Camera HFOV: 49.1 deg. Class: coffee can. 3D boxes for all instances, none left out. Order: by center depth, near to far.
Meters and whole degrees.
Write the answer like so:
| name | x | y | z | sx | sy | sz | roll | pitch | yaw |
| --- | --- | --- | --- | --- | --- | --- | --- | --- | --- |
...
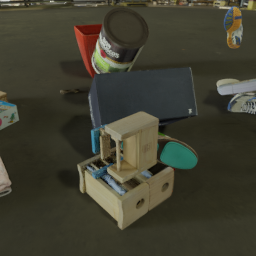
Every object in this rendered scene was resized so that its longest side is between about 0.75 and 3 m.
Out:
| name | x | y | z | sx | sy | sz | roll | pitch | yaw |
| --- | --- | --- | --- | --- | --- | --- | --- | --- | --- |
| coffee can | -0.355 | -3.085 | 10.635 | 1.679 | 2.294 | 1.679 | 6 | 69 | -15 |

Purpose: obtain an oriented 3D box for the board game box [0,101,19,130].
| name | x | y | z | sx | sy | sz | roll | pitch | yaw |
| --- | --- | --- | --- | --- | --- | --- | --- | --- | --- |
| board game box | -5.501 | -0.301 | 10.342 | 1.645 | 0.717 | 2.229 | 16 | 33 | 24 |

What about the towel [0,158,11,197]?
| name | x | y | z | sx | sy | sz | roll | pitch | yaw |
| --- | --- | --- | --- | --- | --- | --- | --- | --- | --- |
| towel | -4.966 | 1.371 | 7.624 | 2.947 | 0.475 | 2.815 | -19 | 35 | -29 |

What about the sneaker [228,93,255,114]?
| name | x | y | z | sx | sy | sz | roll | pitch | yaw |
| --- | --- | --- | --- | --- | --- | --- | --- | --- | --- |
| sneaker | 5.078 | -0.970 | 11.482 | 2.058 | 0.793 | 0.877 | -11 | 35 | -18 |

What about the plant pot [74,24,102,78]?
| name | x | y | z | sx | sy | sz | roll | pitch | yaw |
| --- | --- | --- | --- | --- | --- | --- | --- | --- | --- |
| plant pot | -1.304 | -4.259 | 15.553 | 2.788 | 2.457 | 2.785 | -9 | 31 | -17 |

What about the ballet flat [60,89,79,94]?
| name | x | y | z | sx | sy | sz | roll | pitch | yaw |
| --- | --- | --- | --- | --- | --- | --- | --- | --- | --- |
| ballet flat | -2.781 | -1.735 | 13.412 | 0.915 | 0.212 | 0.308 | -7 | -4 | -23 |

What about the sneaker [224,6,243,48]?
| name | x | y | z | sx | sy | sz | roll | pitch | yaw |
| --- | --- | --- | --- | --- | --- | --- | --- | --- | --- |
| sneaker | 3.241 | -3.125 | 8.550 | 0.494 | 1.313 | 0.579 | 11 | 52 | 27 |

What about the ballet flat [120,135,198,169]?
| name | x | y | z | sx | sy | sz | roll | pitch | yaw |
| --- | --- | --- | --- | --- | --- | --- | --- | --- | --- |
| ballet flat | 0.758 | 0.415 | 7.014 | 2.178 | 0.741 | 0.732 | 20 | 22 | -19 |

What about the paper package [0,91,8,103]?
| name | x | y | z | sx | sy | sz | roll | pitch | yaw |
| --- | --- | --- | --- | --- | --- | --- | --- | --- | --- |
| paper package | -5.934 | -1.218 | 12.090 | 1.102 | 0.570 | 1.050 | 17 | 34 | 29 |

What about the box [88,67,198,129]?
| name | x | y | z | sx | sy | sz | roll | pitch | yaw |
| --- | --- | --- | --- | --- | --- | --- | --- | --- | --- |
| box | 0.311 | -0.810 | 9.190 | 2.930 | 1.526 | 2.668 | -7 | -3 | -13 |

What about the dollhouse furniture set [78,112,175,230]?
| name | x | y | z | sx | sy | sz | roll | pitch | yaw |
| --- | --- | --- | --- | --- | --- | --- | --- | --- | --- |
| dollhouse furniture set | -0.038 | 0.629 | 6.821 | 1.772 | 2.529 | 1.782 | -23 | 37 | -35 |

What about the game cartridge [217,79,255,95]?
| name | x | y | z | sx | sy | sz | roll | pitch | yaw |
| --- | --- | --- | --- | --- | --- | --- | --- | --- | --- |
| game cartridge | 4.982 | -1.780 | 11.787 | 2.192 | 0.455 | 1.460 | -9 | 6 | 12 |

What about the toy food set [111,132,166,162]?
| name | x | y | z | sx | sy | sz | roll | pitch | yaw |
| --- | --- | --- | --- | --- | --- | --- | --- | --- | --- |
| toy food set | 0.705 | 0.412 | 8.032 | 2.565 | 0.515 | 1.771 | 14 | 17 | -43 |

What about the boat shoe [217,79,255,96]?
| name | x | y | z | sx | sy | sz | roll | pitch | yaw |
| --- | --- | --- | --- | --- | --- | --- | --- | --- | --- |
| boat shoe | 5.191 | -1.710 | 12.870 | 2.219 | 0.660 | 0.797 | 14 | 60 | 26 |
